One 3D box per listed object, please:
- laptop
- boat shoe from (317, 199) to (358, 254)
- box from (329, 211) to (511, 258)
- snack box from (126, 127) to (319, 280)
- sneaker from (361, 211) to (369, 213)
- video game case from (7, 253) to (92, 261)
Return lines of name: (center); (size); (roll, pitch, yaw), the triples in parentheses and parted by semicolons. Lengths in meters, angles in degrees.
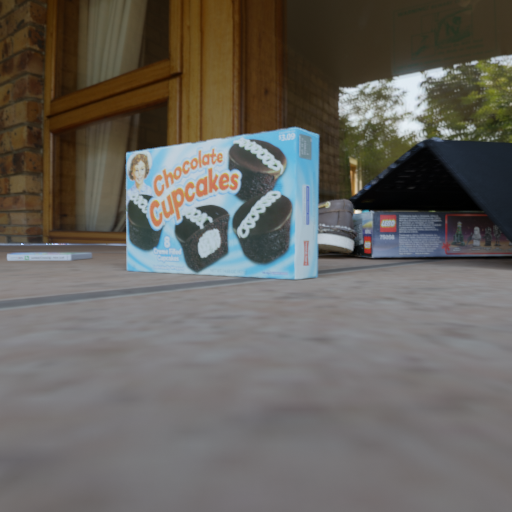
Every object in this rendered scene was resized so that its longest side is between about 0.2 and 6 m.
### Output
laptop: (3.849, -0.425, 7.984); (3.748, 2.184, 4.229); (0, -14, -15)
boat shoe: (0.994, -0.499, 10.035); (0.969, 0.802, 2.696); (11, -3, -15)
box: (3.539, -0.383, 10.292); (4.039, 0.806, 2.765); (0, 2, -9)
snack box: (-0.385, -0.415, 4.985); (2.022, 1.174, 0.375); (1, 1, 38)
sneaker: (1.564, -0.543, 12.876); (2.369, 0.943, 0.918); (-7, 0, -4)
video game case: (-3.248, 0.008, 8.903); (0.970, 0.118, 1.066); (0, 2, 0)
